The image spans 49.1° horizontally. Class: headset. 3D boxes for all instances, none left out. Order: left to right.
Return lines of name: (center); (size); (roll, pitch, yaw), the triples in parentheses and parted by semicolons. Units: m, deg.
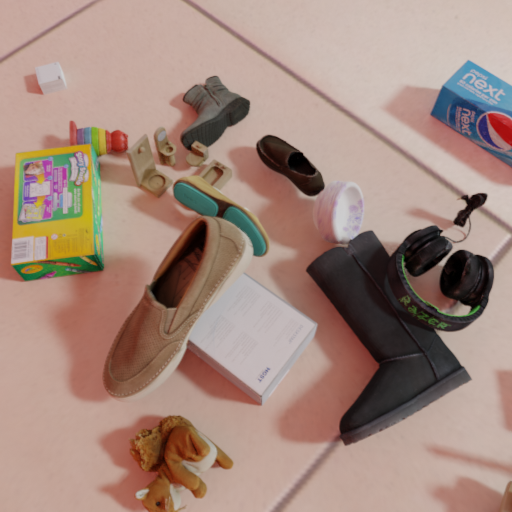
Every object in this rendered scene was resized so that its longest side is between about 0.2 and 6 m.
headset: (3.589, 0.013, 10.323); (1.850, 1.408, 2.996); (34, 47, 4)

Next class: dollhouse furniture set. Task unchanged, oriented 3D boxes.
dollhouse furniture set: (-1.517, -1.871, 11.471); (1.496, 1.219, 1.423); (33, 68, 15)

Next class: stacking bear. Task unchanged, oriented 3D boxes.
stacking bear: (-3.376, -2.480, 12.104); (1.199, 0.728, 0.682); (-3, 45, -13)

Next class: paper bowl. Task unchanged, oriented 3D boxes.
paper bowl: (1.570, -0.858, 10.993); (0.635, 1.222, 1.222); (11, 61, 36)

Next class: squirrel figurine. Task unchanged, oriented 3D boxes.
squirrel figurine: (-1.402, 3.421, 9.132); (1.489, 1.054, 1.390); (35, 79, 31)

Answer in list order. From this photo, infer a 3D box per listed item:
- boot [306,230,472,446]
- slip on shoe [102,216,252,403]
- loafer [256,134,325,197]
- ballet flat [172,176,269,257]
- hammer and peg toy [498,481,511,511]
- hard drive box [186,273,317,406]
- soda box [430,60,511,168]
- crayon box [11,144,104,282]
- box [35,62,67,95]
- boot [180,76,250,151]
boot: (1.852, 1.343, 9.927); (2.649, 1.055, 3.214); (-21, 70, -23)
slip on shoe: (-1.496, 0.860, 9.192); (3.536, 1.071, 1.344); (-48, 56, 6)
loafer: (0.724, -2.000, 11.520); (0.671, 0.656, 1.838); (-41, 66, -18)
ballet flat: (-0.562, -0.874, 10.925); (2.326, 0.798, 0.733); (38, 35, 9)
hammer and peg toy: (4.648, 4.413, 8.486); (2.189, 1.049, 2.976); (23, 66, 13)
hard drive box: (-0.243, 1.353, 10.104); (2.116, 0.813, 1.649); (35, 69, 16)
soda box: (5.431, -2.827, 12.072); (3.106, 0.996, 1.053); (40, 70, 18)
crayon box: (-3.954, -0.916, 11.246); (1.575, 0.773, 2.652); (-8, 64, -4)
box: (-4.784, -4.142, 13.068); (0.566, 0.370, 0.563); (-17, 65, -8)
boot: (-1.210, -3.199, 12.532); (1.304, 0.676, 1.996); (39, 63, 23)
